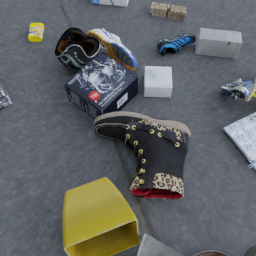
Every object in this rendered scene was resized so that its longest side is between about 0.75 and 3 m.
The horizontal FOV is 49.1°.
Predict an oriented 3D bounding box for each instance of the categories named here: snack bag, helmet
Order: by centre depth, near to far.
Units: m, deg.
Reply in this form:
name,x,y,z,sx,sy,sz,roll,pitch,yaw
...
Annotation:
name,x,y,z,sx,sy,sz,roll,pitch,yaw
snack bag,4.693,0.550,8.650,2.486,0.282,2.636,-22,62,-13
helmet,-1.692,-2.668,9.877,1.456,1.388,1.456,-24,55,39

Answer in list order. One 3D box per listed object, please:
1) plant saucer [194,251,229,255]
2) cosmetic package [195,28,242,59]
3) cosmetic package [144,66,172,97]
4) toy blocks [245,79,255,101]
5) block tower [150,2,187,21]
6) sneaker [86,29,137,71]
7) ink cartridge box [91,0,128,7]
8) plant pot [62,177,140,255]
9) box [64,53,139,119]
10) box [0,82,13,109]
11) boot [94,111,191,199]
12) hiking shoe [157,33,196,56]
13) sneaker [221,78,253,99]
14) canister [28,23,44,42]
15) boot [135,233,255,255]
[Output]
name,x,y,z,sx,sy,sz,roll,pitch,yaw
plant saucer,2.079,3.906,6.699,1.772,0.284,1.772,0,60,-1
cosmetic package,3.366,-3.179,10.518,1.539,0.822,0.694,4,60,4
cosmetic package,1.030,-1.608,9.739,0.942,0.581,0.945,2,61,1
toy blocks,5.332,-1.049,9.080,2.468,0.896,2.057,29,51,15
block tower,1.709,-4.899,11.754,1.502,0.406,0.434,14,62,7
sneaker,-0.436,-3.016,10.415,2.290,0.862,1.009,40,45,8
ink cartridge box,-0.737,-6.003,12.229,1.632,0.687,1.180,7,60,4
plant pot,-0.768,2.246,6.976,1.661,1.661,1.465,-19,51,-11
box,-0.840,-1.321,9.346,1.668,0.954,1.832,34,65,19
box,-5.125,-1.272,9.584,1.563,0.493,1.982,-31,64,-17
boot,0.331,0.770,8.099,2.981,1.091,2.244,9,59,-2
hiking shoe,1.878,-3.127,10.703,1.512,0.562,0.656,-13,68,4
sneaker,3.606,-1.304,9.182,0.601,1.410,0.543,-46,105,0
canister,-3.666,-3.804,11.170,0.560,0.326,0.754,-3,61,-1
boot,1.599,3.263,6.484,2.853,1.035,2.594,23,62,21
